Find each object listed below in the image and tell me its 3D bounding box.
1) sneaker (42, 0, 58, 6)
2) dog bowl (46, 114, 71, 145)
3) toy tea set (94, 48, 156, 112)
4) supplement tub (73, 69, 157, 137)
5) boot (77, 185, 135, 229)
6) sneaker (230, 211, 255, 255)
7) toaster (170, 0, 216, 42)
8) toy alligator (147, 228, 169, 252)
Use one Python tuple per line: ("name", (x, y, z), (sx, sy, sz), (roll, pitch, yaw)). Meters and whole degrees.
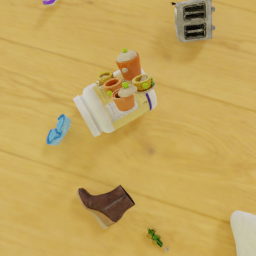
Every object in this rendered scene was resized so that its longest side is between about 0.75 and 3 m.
("sneaker", (-2.515, -4.463, 9.297), (0.359, 0.513, 1.032), (20, 51, 17))
("dog bowl", (-2.061, 0.077, 8.371), (0.262, 0.590, 1.058), (25, 108, -35))
("toy tea set", (-0.106, -1.264, 6.683), (1.305, 2.195, 0.812), (-24, 123, -6))
("supplement tub", (-0.381, -0.791, 8.246), (2.095, 1.523, 1.523), (-29, 79, -6))
("boot", (-0.638, 1.980, 7.942), (1.205, 0.524, 1.449), (-44, 79, 10))
("sneaker", (3.514, 3.292, 7.313), (0.783, 1.229, 2.127), (-17, 88, -24))
("toaster", (2.067, -3.443, 8.937), (1.347, 0.799, 1.218), (-4, 115, 8))
("toy alligator", (0.809, 3.213, 7.991), (0.887, 0.213, 0.294), (51, 48, 1))
